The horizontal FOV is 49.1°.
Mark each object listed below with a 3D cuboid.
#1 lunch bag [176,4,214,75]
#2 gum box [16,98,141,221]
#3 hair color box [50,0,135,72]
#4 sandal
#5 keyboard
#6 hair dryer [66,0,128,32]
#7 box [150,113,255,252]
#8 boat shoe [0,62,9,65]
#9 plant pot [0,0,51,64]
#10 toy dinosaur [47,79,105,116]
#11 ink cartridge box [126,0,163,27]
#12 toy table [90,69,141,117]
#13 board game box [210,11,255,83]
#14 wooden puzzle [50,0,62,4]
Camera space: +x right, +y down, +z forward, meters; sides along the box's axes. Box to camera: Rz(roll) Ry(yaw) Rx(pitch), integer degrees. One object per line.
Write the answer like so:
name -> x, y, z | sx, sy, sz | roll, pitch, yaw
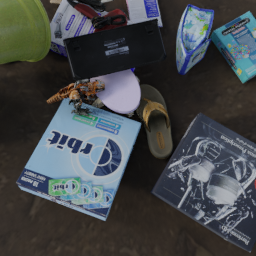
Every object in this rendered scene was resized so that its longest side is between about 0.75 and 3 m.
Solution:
lunch bag -> 1.984, -2.671, 8.758 | 1.060, 1.414, 1.664 | 18, 78, 7
gum box -> -1.249, 0.755, 7.961 | 2.479, 0.650, 2.918 | 19, 59, 4
hair color box -> -0.993, -2.858, 9.047 | 2.937, 0.952, 1.605 | 23, 81, 3
sandal -> 0.826, -0.269, 8.600 | 0.984, 0.662, 2.451 | -14, 78, -3
keyboard -> -0.382, -2.373, 7.824 | 2.714, 0.348, 1.630 | -15, 93, -8
hair dryer -> -0.923, -3.281, 8.465 | 1.893, 0.675, 2.486 | -4, 72, 14
box -> 2.464, 1.450, 7.806 | 2.782, 1.448, 2.533 | 30, 80, 7
boat shoe -> -4.924, -2.812, 9.095 | 2.385, 0.811, 0.858 | 25, 78, 5
plant pot -> -3.654, -2.599, 7.555 | 2.289, 2.289, 2.105 | 39, 44, 8
toy dinosaur -> -1.429, -0.960, 7.886 | 1.573, 1.068, 0.804 | 3, 57, 4
ink cartridge box -> 0.492, -4.275, 9.652 | 1.011, 0.396, 2.135 | -9, 75, -3
toy table -> -0.395, -1.175, 8.572 | 1.772, 1.129, 1.927 | -23, 78, -4
board game box -> 3.903, -2.674, 9.246 | 1.462, 0.454, 1.936 | -30, 79, -6
wooden puzzle -> -1.878, -4.838, 9.816 | 1.404, 0.351, 1.516 | 8, 73, 1
